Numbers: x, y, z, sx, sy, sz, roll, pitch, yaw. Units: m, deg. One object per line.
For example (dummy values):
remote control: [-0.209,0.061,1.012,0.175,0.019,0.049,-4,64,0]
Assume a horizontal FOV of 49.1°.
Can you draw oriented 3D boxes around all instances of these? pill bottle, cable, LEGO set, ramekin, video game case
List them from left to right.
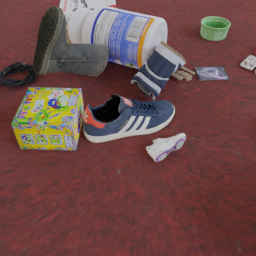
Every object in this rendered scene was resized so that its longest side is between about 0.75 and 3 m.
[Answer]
cable: [-3.415,-1.575,8.578,1.058,0.329,1.297,38,53,26]
pill bottle: [-0.371,-2.940,8.988,2.938,1.646,1.646,20,47,20]
video game case: [2.635,-1.723,8.848,0.926,0.088,0.662,-1,44,-2]
ramekin: [3.282,-3.761,10.632,1.082,0.529,1.082,0,44,0]
LEGO set: [4.876,-2.211,9.255,1.504,0.494,2.013,35,65,30]

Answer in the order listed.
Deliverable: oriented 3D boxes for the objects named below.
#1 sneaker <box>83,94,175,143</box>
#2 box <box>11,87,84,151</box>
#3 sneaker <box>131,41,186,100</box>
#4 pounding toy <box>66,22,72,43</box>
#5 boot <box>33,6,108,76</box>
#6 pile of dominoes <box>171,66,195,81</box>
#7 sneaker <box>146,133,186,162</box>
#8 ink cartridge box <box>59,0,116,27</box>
sneaker: [0.086,-0.407,6.807,2.420,1.023,0.907,-17,46,-18]
box: [-1.843,-0.250,6.765,1.334,0.845,1.385,2,43,2]
sneaker: [0.895,-1.641,8.078,0.914,1.415,2.608,36,16,4]
pounding toy: [-2.090,-3.344,10.104,0.611,0.791,0.859,8,43,-9]
boot: [-1.346,-2.184,7.570,2.143,1.949,0.778,-7,53,-41]
pile of dominoes: [1.636,-1.722,8.868,0.673,0.137,0.864,-23,41,-23]
sneaker: [0.891,0.341,6.485,1.049,0.393,0.522,-28,51,-26]
ink cartridge box: [-1.553,-4.363,10.961,2.195,0.919,1.583,-4,45,-4]
